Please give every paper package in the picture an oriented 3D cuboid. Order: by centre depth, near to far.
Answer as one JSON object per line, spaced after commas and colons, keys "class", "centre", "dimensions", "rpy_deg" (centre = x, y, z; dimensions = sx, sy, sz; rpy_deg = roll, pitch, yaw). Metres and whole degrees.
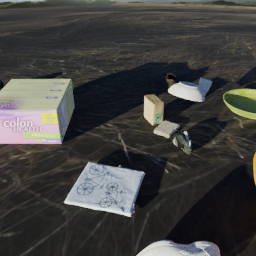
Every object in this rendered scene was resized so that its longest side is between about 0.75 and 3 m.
{"class": "paper package", "centre": [1.034, -0.739, 11.287], "dimensions": [0.502, 0.971, 0.925], "rpy_deg": [-11, 31, -17]}

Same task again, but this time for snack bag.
{"class": "snack bag", "centre": [-0.565, 1.658, 7.908], "dimensions": [1.908, 0.204, 1.799], "rpy_deg": [7, 31, 13]}

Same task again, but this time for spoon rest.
{"class": "spoon rest", "centre": [2.556, -1.392, 10.976], "dimensions": [1.376, 0.840, 2.770], "rpy_deg": [23, 26, 28]}

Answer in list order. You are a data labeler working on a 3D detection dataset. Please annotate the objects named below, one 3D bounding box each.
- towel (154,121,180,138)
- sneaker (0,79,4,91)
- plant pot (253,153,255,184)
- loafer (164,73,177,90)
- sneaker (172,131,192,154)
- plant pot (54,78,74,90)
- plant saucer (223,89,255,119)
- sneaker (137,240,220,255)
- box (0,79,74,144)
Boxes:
{"class": "towel", "centre": [1.488, 0.040, 10.747], "dimensions": [0.683, 0.178, 1.031], "rpy_deg": [20, 35, 28]}
{"class": "sneaker", "centre": [-6.466, -1.791, 13.601], "dimensions": [0.712, 0.598, 1.815], "rpy_deg": [-23, 35, -7]}
{"class": "plant pot", "centre": [4.085, 1.592, 6.245], "dimensions": [2.332, 2.332, 2.135], "rpy_deg": [9, 47, 15]}
{"class": "loafer", "centre": [2.303, -2.576, 14.770], "dimensions": [0.684, 0.669, 1.874], "rpy_deg": [-1, 30, -1]}
{"class": "sneaker", "centre": [1.852, 0.522, 9.674], "dimensions": [0.602, 0.442, 1.331], "rpy_deg": [-2, 26, 3]}
{"class": "plant pot", "centre": [-3.116, -2.000, 13.596], "dimensions": [1.042, 1.042, 0.958], "rpy_deg": [7, 20, 13]}
{"class": "plant saucer", "centre": [5.578, -1.026, 12.342], "dimensions": [2.730, 0.424, 2.730], "rpy_deg": [1, 30, 0]}
{"class": "sneaker", "centre": [1.028, 2.738, 5.540], "dimensions": [1.853, 0.694, 0.923], "rpy_deg": [-2, 30, -4]}
{"class": "box", "centre": [-3.596, -0.736, 10.808], "dimensions": [2.542, 1.397, 2.890], "rpy_deg": [0, 31, 0]}
